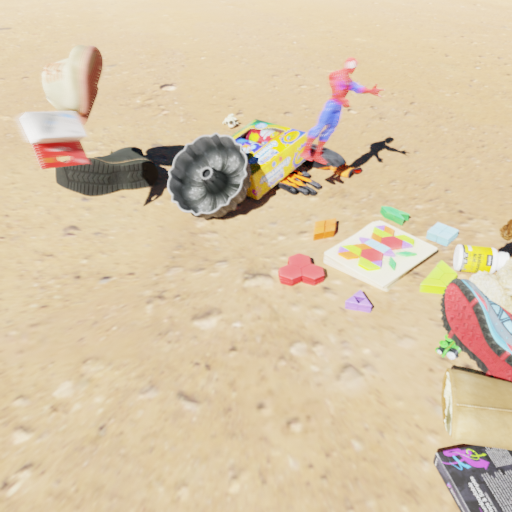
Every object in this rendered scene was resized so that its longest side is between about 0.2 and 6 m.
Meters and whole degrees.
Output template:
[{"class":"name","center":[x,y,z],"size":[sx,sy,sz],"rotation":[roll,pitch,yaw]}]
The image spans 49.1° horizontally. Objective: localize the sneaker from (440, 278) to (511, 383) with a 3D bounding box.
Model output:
[{"class":"sneaker","center":[3.828,1.301,8.864],"size":[1.069,0.888,2.239],"rotation":[-7,55,-32]}]

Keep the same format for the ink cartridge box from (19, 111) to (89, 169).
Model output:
[{"class":"ink cartridge box","center":[-3.700,-2.194,10.510],"size":[0.259,1.019,1.156],"rotation":[-24,1,34]}]

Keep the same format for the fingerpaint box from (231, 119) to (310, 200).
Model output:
[{"class":"fingerpaint box","center":[0.010,-2.460,13.867],"size":[1.744,0.767,2.090],"rotation":[25,53,35]}]

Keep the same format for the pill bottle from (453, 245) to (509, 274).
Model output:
[{"class":"pill bottle","center":[4.381,0.078,10.914],"size":[0.947,0.527,0.527],"rotation":[5,36,7]}]

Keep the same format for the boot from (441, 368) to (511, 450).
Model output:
[{"class":"boot","center":[3.583,2.465,7.220],"size":[2.189,0.724,1.917],"rotation":[9,38,5]}]

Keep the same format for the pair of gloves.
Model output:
[{"class":"pair of gloves","center":[1.210,-2.315,14.465],"size":[2.512,0.311,2.238],"rotation":[-28,44,-34]}]

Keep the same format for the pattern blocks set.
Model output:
[{"class":"pattern blocks set","center":[2.459,-0.065,11.318],"size":[3.158,0.291,3.593],"rotation":[20,40,25]}]

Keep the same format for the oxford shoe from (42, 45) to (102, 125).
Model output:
[{"class":"oxford shoe","center":[-3.690,-3.370,10.974],"size":[1.075,2.911,1.030],"rotation":[20,76,-17]}]

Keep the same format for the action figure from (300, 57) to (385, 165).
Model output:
[{"class":"action figure","center":[1.830,-3.009,11.873],"size":[0.746,2.286,1.131],"rotation":[2,22,-44]}]

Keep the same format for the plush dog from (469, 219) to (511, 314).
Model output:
[{"class":"plush dog","center":[5.009,0.288,9.320],"size":[1.888,2.022,2.354],"rotation":[-27,43,-32]}]

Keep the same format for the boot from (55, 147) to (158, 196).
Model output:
[{"class":"boot","center":[-3.804,-2.225,13.983],"size":[2.385,0.924,1.650],"rotation":[-1,29,-24]}]

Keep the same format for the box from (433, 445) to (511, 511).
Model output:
[{"class":"box","center":[3.199,2.896,7.195],"size":[1.484,0.268,1.061],"rotation":[-6,35,-10]}]

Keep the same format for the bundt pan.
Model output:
[{"class":"bundt pan","center":[-0.971,-1.707,12.628],"size":[1.995,0.749,1.995],"rotation":[-7,70,20]}]

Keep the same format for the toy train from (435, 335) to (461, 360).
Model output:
[{"class":"toy train","center":[3.451,1.330,9.407],"size":[0.367,0.271,1.300],"rotation":[36,48,25]}]

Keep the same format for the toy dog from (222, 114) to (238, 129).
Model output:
[{"class":"toy dog","center":[-0.768,-4.028,16.858],"size":[0.445,0.320,0.458],"rotation":[-11,39,-12]}]
